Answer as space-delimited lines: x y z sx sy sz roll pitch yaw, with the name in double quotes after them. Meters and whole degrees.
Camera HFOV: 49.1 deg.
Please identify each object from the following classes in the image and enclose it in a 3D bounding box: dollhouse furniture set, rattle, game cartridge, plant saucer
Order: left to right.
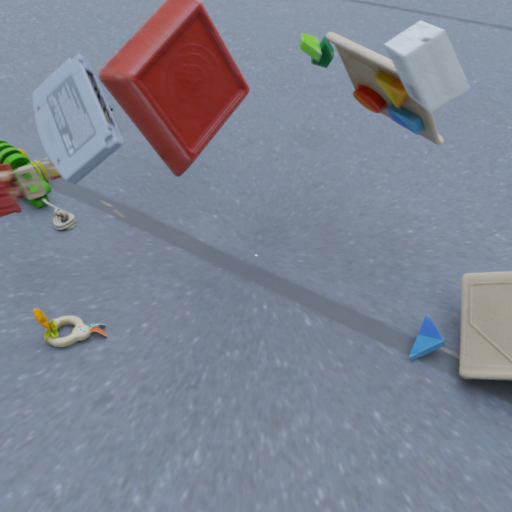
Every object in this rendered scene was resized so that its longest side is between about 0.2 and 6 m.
-3.442 -1.145 8.598 1.473 0.599 0.793 -20 29 -5 "dollhouse furniture set"
-2.692 0.957 8.211 0.901 0.643 0.586 -2 23 7 "rattle"
-1.684 -1.240 5.166 0.731 0.222 1.096 -32 68 16 "game cartridge"
-1.039 -2.647 8.620 0.390 2.124 2.128 18 65 41 "plant saucer"

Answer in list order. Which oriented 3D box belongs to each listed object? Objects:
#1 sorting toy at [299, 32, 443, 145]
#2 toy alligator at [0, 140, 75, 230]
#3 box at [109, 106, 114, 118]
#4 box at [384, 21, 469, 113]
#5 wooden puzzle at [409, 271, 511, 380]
1.606 -2.554 8.323 0.356 1.788 2.419 -50 53 3 "sorting toy"
-4.599 -1.587 10.943 3.336 0.905 0.989 32 50 32 "toy alligator"
-3.752 -3.163 13.035 0.713 0.592 0.586 18 44 19 "box"
1.444 -1.616 4.772 0.376 0.575 0.572 -31 27 12 "box"
3.703 0.940 7.656 2.870 0.336 1.936 2 53 32 "wooden puzzle"
